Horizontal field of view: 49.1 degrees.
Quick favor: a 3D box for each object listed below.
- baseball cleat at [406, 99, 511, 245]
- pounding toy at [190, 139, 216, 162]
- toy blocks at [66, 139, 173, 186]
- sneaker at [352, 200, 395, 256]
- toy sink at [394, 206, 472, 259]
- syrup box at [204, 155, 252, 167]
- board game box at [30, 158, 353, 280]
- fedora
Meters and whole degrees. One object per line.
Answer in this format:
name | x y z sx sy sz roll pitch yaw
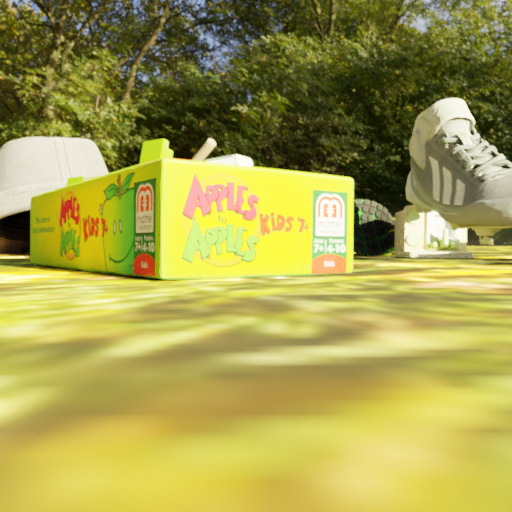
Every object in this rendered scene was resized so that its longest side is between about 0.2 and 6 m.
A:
baseball cleat | 2.279 -1.006 6.145 0.938 1.432 2.691 -10 13 -10
pounding toy | -0.543 -0.497 7.832 1.399 1.812 0.841 -30 22 45
toy blocks | -0.793 -0.439 6.765 2.657 1.327 1.816 1 -10 37
sneaker | 1.837 -0.329 9.164 2.224 0.868 0.947 10 -12 -37
toy sink | 2.425 -0.328 7.771 0.828 0.712 1.271 0 1 7
syrup box | -0.424 -0.899 10.048 0.667 1.694 0.690 -6 0 23
board game box | -0.671 -0.205 4.130 1.313 0.615 2.584 -1 1 -35
fedora | -3.316 -1.052 9.049 2.618 1.337 2.960 -8 -10 -23
